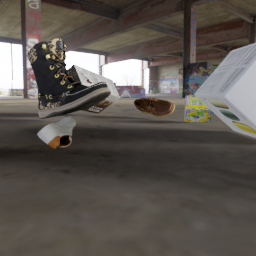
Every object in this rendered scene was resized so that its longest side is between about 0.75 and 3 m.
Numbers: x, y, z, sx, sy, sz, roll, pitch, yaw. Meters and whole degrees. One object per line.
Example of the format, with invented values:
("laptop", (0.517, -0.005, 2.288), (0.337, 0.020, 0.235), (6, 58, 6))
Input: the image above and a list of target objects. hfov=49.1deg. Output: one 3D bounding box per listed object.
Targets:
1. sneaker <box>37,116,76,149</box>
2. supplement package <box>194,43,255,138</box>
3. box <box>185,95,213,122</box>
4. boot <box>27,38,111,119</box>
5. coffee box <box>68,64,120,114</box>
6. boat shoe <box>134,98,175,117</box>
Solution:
("sneaker", (-0.951, 0.096, 4.108), (0.332, 0.386, 0.912), (-44, -1, 20))
("supplement package", (2.580, -0.755, 5.839), (1.411, 1.400, 1.859), (40, 4, -7))
("box", (2.190, -0.580, 8.699), (0.835, 0.529, 0.867), (1, -23, 11))
("boot", (-1.947, -1.584, 8.512), (2.986, 2.249, 1.093), (-12, 3, 43))
("coffee box", (-1.577, -1.409, 10.820), (1.347, 0.951, 2.383), (-34, -22, 24))
("boat shoe", (0.906, -0.790, 10.209), (1.725, 0.621, 0.582), (10, -10, 45))
